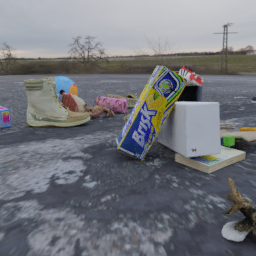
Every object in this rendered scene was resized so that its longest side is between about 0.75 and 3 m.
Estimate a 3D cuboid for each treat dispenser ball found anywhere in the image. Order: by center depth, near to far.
[{"bbox_3d":[-3.526,-1.879,14.844,1.711,1.711,1.711,0,14,0],"label":"treat dispenser ball"}]

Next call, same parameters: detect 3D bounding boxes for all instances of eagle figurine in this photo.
[{"bbox_3d":[2.119,1.323,4.097,1.297,0.979,0.984,28,57,-6],"label":"eagle figurine"}]

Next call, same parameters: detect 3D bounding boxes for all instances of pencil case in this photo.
[{"bbox_3d":[-0.806,-1.164,13.746,1.658,0.686,0.717,10,-19,23],"label":"pencil case"}]

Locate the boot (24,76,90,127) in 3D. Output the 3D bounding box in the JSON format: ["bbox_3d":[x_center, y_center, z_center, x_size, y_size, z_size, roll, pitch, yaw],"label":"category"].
[{"bbox_3d":[-2.744,-1.039,10.935,2.470,1.910,0.890,-1,14,-6],"label":"boot"}]

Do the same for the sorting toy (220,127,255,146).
[{"bbox_3d":[3.271,0.294,8.478,2.675,0.364,1.506,-7,7,-37],"label":"sorting toy"}]

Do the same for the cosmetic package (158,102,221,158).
[{"bbox_3d":[1.536,-0.078,7.686,0.893,1.272,2.508,-4,7,-9],"label":"cosmetic package"}]

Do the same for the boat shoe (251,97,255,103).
[{"bbox_3d":[7.974,-1.617,16.527,1.286,0.364,0.441,10,17,35],"label":"boat shoe"}]

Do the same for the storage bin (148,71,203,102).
[{"bbox_3d":[2.626,-2.046,15.434,2.830,2.060,1.901,3,4,13],"label":"storage bin"}]

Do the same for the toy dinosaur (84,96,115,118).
[{"bbox_3d":[-1.331,-0.717,12.519,1.555,0.667,1.054,-33,72,-33],"label":"toy dinosaur"}]

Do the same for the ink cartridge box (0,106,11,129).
[{"bbox_3d":[-5.630,-0.328,10.589,1.945,0.742,1.327,-14,20,-40],"label":"ink cartridge box"}]

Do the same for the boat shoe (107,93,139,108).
[{"bbox_3d":[-0.002,-1.524,15.197,2.597,0.814,0.952,-12,18,-41],"label":"boat shoe"}]

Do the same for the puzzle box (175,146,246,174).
[{"bbox_3d":[2.140,0.744,7.281,1.598,0.203,1.063,-11,18,-36],"label":"puzzle box"}]

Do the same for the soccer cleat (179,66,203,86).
[{"bbox_3d":[2.676,-2.101,12.297,0.665,0.825,1.937,24,22,-24],"label":"soccer cleat"}]

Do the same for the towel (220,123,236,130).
[{"bbox_3d":[3.194,-0.038,9.921,0.868,0.226,1.310,2,-2,1],"label":"towel"}]

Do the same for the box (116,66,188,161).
[{"bbox_3d":[0.561,-0.396,7.313,0.764,2.376,0.833,26,10,-11],"label":"box"}]

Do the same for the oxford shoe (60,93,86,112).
[{"bbox_3d":[-2.353,-1.044,12.942,1.081,1.037,2.929,9,15,-26],"label":"oxford shoe"}]

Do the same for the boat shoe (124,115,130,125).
[{"bbox_3d":[0.248,-0.106,8.841,0.767,0.786,2.078,3,-11,5],"label":"boat shoe"}]
